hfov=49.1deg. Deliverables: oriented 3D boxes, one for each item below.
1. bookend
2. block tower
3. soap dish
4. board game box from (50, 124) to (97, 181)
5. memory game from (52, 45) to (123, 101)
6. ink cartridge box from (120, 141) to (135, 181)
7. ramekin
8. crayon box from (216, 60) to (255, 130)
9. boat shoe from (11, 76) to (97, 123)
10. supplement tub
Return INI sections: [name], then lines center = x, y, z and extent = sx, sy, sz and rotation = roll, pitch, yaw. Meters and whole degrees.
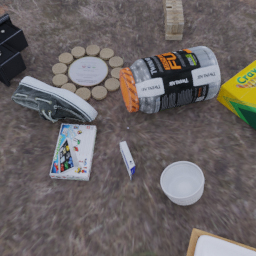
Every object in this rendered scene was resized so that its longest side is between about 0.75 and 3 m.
[bookend]
center = -4.356, -2.852, 10.110
extent = 2.052, 0.945, 2.039
rotation = 34, 64, 19
[block tower]
center = 1.832, -4.673, 11.393
extent = 0.669, 0.716, 2.477
rotation = 1, 59, 1
[soap dish]
center = 2.475, 3.715, 5.904
extent = 2.845, 1.155, 2.238
rotation = 16, 60, 10
[board game box]
center = -1.582, 0.678, 8.292
extent = 1.081, 0.296, 1.713
rotation = 4, 58, 3
[memory game]
center = -1.399, -2.018, 10.049
extent = 2.675, 0.170, 2.675
rotation = 0, 58, -1
[ink cartridge box]
center = 0.013, 0.936, 8.007
extent = 0.203, 0.516, 1.038
rotation = -15, 60, -9
[ramekin]
center = 1.475, 1.506, 7.450
extent = 1.127, 0.591, 1.127
rotation = -13, 45, 13
[crayon box]
center = 4.683, -1.147, 9.145
extent = 2.626, 0.766, 2.266
rotation = -35, 64, -20
[boat shoe]
center = -2.363, -0.662, 8.824
extent = 2.983, 1.075, 1.058
rotation = 21, 69, 24
[supplement tub]
center = 1.247, -1.459, 8.784
extent = 2.820, 1.728, 1.728
rotation = -15, 59, -9
